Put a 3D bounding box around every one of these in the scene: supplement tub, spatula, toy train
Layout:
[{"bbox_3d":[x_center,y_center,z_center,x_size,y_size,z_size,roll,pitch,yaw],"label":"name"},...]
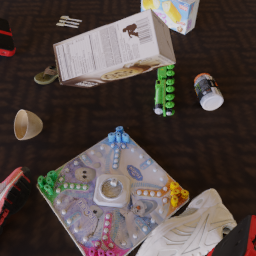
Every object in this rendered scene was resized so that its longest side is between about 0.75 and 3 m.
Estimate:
[{"bbox_3d":[2.510,-1.166,8.838,0.685,0.685,1.119,-6,53,-5],"label":"supplement tub"},{"bbox_3d":[-2.479,-4.502,11.877,0.958,0.077,0.666,11,52,9],"label":"spatula"},{"bbox_3d":[1.194,-1.282,9.101,0.633,0.468,2.243,-1,51,12],"label":"toy train"}]

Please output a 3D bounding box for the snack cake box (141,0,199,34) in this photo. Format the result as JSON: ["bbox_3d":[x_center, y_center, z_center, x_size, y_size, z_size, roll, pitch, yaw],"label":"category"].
[{"bbox_3d":[1.654,-4.932,11.420,2.298,1.322,0.772,33,59,24],"label":"snack cake box"}]

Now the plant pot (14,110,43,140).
[{"bbox_3d":[-2.784,-0.076,7.985,0.567,0.844,0.844,4,40,-46],"label":"plant pot"}]

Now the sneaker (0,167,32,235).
[{"bbox_3d":[-3.170,1.789,6.368,1.043,0.886,2.404,17,54,15],"label":"sneaker"}]

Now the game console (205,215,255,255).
[{"bbox_3d":[1.063,1.934,3.562,0.307,1.980,1.751,44,106,21],"label":"game console"}]

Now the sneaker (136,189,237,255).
[{"bbox_3d":[1.296,2.418,5.817,2.645,1.031,1.314,-31,61,-21],"label":"sneaker"}]

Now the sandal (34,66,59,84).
[{"bbox_3d":[-2.583,-1.972,9.648,1.442,0.412,0.573,-33,59,-24],"label":"sandal"}]

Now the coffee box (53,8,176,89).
[{"bbox_3d":[-0.304,-1.737,6.646,2.489,1.407,0.994,-11,90,24],"label":"coffee box"}]

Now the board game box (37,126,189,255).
[{"bbox_3d":[-0.399,1.493,6.934,2.803,0.363,2.803,-33,59,-23],"label":"board game box"}]

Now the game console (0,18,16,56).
[{"bbox_3d":[-5.185,-3.459,10.081,2.034,0.316,1.799,1,57,-45],"label":"game console"}]
